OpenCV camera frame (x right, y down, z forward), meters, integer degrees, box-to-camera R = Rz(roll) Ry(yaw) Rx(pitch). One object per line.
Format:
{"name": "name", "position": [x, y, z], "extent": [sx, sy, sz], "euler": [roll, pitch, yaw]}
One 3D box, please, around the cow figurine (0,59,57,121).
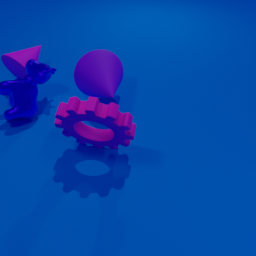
{"name": "cow figurine", "position": [-2.562, -0.986, 7.340], "extent": [1.526, 1.551, 0.851], "euler": [-13, 1, -24]}

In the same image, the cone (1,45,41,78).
{"name": "cone", "position": [-2.932, -2.096, 8.332], "extent": [1.102, 1.102, 1.106], "euler": [23, 64, 22]}

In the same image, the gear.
{"name": "gear", "position": [-0.689, -0.052, 5.962], "extent": [1.680, 1.680, 0.311], "euler": [7, 62, 8]}

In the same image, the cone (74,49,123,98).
{"name": "cone", "position": [-0.575, -1.104, 7.159], "extent": [1.393, 1.393, 1.398], "euler": [-13, 37, -13]}
